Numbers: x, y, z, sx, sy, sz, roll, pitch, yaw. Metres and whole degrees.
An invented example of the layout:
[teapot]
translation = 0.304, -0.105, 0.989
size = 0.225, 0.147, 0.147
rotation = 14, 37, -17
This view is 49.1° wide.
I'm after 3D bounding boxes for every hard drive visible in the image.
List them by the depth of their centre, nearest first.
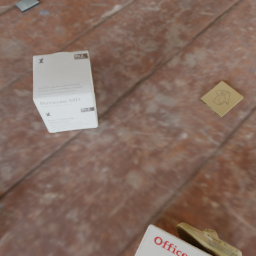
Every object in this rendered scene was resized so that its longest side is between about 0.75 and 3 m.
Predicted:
[hard drive]
translation = -4.013, -4.940, 11.159
size = 0.778, 0.128, 0.543
rotation = -38, 68, -18

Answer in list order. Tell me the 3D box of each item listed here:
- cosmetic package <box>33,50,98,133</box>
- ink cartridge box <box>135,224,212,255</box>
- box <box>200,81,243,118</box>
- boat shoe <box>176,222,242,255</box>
[cosmetic package]
translation = -1.739, -1.001, 8.071
size = 1.515, 1.838, 1.516
rotation = -8, 62, -4
[ink cartridge box]
translation = 0.755, 3.814, 5.863
size = 2.069, 1.168, 2.819
rotation = 23, 65, 13
[box]
translation = 3.010, -0.946, 9.028
size = 1.099, 0.117, 0.898
rotation = -38, 68, -17
[boat shoe]
translation = 1.948, 2.760, 6.810
size = 1.647, 0.594, 0.535
rotation = 30, 56, 14
